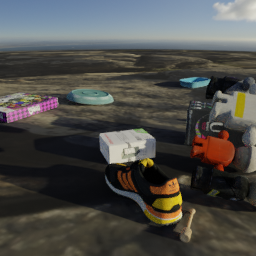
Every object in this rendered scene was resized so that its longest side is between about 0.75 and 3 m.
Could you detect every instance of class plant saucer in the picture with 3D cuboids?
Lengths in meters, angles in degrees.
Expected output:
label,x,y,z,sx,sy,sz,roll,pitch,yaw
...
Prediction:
label,x,y,z,sx,sy,sz,roll,pitch,yaw
plant saucer,-1.797,-1.540,13.375,2.248,0.308,2.248,6,18,-2

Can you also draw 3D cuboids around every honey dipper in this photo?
label,x,y,z,sx,sy,sz,roll,pitch,yaw
honey dipper,1.070,1.672,4.930,0.165,0.165,0.871,7,18,19

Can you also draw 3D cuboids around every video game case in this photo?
label,x,y,z,sx,sy,sz,roll,pitch,yaw
video game case,-4.737,-0.932,11.721,2.409,0.476,2.658,11,22,28

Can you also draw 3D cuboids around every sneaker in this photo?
label,x,y,z,sx,sy,sz,roll,pitch,yaw
sneaker,0.262,0.961,5.630,0.774,0.996,2.213,-13,23,-32

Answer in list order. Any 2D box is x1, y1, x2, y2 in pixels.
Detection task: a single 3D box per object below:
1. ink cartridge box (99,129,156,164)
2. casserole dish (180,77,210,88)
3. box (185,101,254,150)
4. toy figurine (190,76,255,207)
label,x,y,z,sx,sy,sz,roll,pitch,yaw
ink cartridge box,-0.038,0.474,7.655,1.314,0.552,0.956,-7,21,-18
casserole dish,4.039,-2.741,16.916,2.059,0.399,1.247,-16,25,-36
box,2.730,-0.093,8.307,1.921,1.174,1.019,5,21,15
toy figurine,2.338,0.201,5.764,1.684,2.382,2.420,13,20,8
